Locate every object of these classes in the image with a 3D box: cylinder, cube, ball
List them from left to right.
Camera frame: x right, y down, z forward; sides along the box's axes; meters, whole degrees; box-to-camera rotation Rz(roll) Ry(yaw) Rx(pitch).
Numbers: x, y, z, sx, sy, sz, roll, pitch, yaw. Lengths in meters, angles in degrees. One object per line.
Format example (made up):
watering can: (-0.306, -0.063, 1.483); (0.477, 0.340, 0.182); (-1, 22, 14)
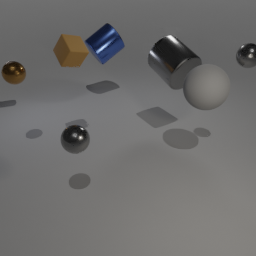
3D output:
ball: (-3.467, -1.674, 8.516); (0.700, 0.700, 0.700); (0, 30, 0)
cube: (-1.767, -2.372, 8.658); (0.700, 0.700, 0.700); (-11, 65, -45)
ball: (-1.266, 0.270, 6.732); (0.700, 0.700, 0.700); (0, 30, 0)
cylinder: (-1.117, -4.013, 13.416); (1.400, 1.400, 1.400); (-40, 38, -2)
cylinder: (1.650, -2.325, 9.993); (1.400, 1.400, 1.400); (-18, 55, -29)
ball: (2.398, -1.244, 8.597); (1.400, 1.400, 1.400); (0, 30, 0)
ball: (3.487, -2.083, 8.080); (0.700, 0.700, 0.700); (0, 30, 0)
